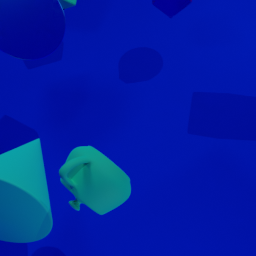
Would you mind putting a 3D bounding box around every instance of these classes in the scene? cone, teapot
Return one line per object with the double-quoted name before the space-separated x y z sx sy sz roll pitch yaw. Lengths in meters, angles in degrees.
"cone" -1.789 0.715 4.668 1.633 1.633 1.639 7 39 4
"cone" -2.161 -1.972 5.517 1.457 1.462 1.457 -3 95 -30
"teapot" -0.441 0.735 3.601 0.931 1.498 0.733 33 77 30

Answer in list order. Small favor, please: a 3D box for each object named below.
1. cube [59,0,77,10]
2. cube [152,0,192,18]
"cube" -2.002 -3.910 7.552 1.016 1.016 1.016 12 92 48
"cube" 1.078 -3.332 6.926 0.702 0.702 0.702 21 60 -35
